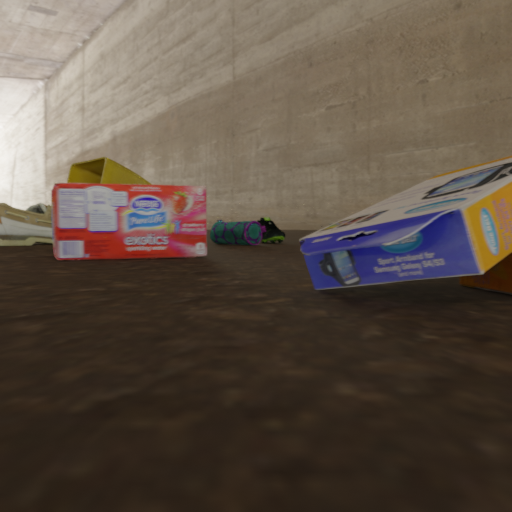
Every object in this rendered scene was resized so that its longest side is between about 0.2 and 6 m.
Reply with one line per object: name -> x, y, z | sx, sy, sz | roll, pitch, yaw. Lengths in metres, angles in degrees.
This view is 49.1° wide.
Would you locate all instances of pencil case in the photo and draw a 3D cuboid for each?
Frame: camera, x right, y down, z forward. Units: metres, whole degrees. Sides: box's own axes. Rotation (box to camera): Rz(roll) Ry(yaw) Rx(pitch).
pencil case -> -0.517, -0.610, 14.655 | 0.713, 0.657, 1.543 | -17, 14, -39

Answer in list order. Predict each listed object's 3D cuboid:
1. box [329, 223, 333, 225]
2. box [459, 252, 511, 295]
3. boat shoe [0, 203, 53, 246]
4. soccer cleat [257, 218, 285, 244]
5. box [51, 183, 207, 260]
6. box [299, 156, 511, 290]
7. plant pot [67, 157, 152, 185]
box -> 3.122, -0.369, 11.025 | 2.889, 0.576, 1.978 | -1, 3, -12
box -> 2.740, 0.097, 3.950 | 1.439, 0.501, 2.417 | -1, 1, -12
boat shoe -> -5.661, -0.855, 14.922 | 1.202, 1.100, 3.216 | 2, 4, 30
soccer cleat -> 0.329, -0.730, 15.916 | 0.617, 0.741, 1.829 | -1, 3, -18
box -> -2.060, -0.557, 9.113 | 2.368, 1.181, 1.131 | -2, 4, -22
box -> 1.582, -0.322, 4.700 | 2.589, 0.537, 1.541 | -27, 10, -38
plant pot -> -3.316, -1.034, 12.996 | 1.714, 1.943, 1.943 | 14, -7, -40
